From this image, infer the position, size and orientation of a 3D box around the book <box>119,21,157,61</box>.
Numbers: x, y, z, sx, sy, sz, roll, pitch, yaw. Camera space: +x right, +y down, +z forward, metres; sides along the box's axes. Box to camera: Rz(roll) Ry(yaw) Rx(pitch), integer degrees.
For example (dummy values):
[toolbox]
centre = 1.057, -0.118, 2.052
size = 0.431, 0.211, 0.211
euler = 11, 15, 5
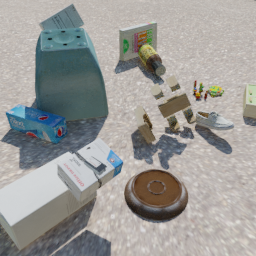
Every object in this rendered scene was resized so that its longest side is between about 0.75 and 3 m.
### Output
[book]
centre = 0.562, -4.829, 15.444
size = 2.459, 1.642, 0.591
euler = -27, 44, -31

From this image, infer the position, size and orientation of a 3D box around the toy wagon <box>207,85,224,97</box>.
[toy wagon]
centre = 3.841, -1.612, 12.329
size = 0.654, 0.167, 0.843
euler = 18, 40, 23

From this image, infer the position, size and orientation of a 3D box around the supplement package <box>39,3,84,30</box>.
[supplement package]
centre = -2.717, -4.235, 11.424
size = 1.530, 0.916, 0.928
euler = -35, 26, -8

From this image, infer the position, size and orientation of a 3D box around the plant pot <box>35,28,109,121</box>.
[plant pot]
centre = -2.256, -2.184, 10.672
size = 2.695, 2.753, 2.702
euler = -7, 45, -11

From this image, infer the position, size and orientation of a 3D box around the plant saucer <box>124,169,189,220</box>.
[plant saucer]
centre = 0.784, 1.715, 7.734
size = 1.787, 0.287, 1.787
euler = 1, 37, -1

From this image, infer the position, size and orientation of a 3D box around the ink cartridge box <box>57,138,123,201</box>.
[ink cartridge box]
centre = -0.877, 0.943, 6.514
size = 1.253, 0.528, 0.906
euler = -33, 64, -33

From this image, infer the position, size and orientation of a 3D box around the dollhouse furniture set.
[dollhouse furniture set]
centre = 1.257, -0.490, 9.617
size = 1.876, 1.724, 1.221
euler = -26, 34, 12

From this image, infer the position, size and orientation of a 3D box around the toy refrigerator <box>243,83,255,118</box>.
[toy refrigerator]
centre = 5.067, -1.151, 11.314
size = 0.681, 0.627, 1.793
euler = 12, 39, 16

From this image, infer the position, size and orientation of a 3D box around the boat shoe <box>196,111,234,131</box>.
[boat shoe]
centre = 3.010, -0.319, 9.852
size = 0.551, 0.543, 1.555
euler = -25, 25, -26

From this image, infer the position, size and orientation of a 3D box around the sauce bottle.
[sauce bottle]
centre = 1.233, -3.475, 14.269
size = 0.865, 0.865, 2.672
euler = -10, 37, -13

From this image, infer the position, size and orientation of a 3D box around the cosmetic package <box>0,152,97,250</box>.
[cosmetic package]
centre = -2.073, 1.719, 7.109
size = 2.325, 0.986, 1.251
euler = -30, 45, -33

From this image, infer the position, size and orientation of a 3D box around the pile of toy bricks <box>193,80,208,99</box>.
[pile of toy bricks]
centre = 3.164, -1.741, 12.179
size = 0.616, 0.548, 1.111
euler = 3, 37, 5

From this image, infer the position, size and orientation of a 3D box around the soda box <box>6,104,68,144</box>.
[soda box]
centre = -3.222, -0.174, 9.906
size = 2.117, 0.718, 0.679
euler = 16, 39, 21
